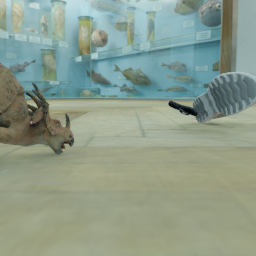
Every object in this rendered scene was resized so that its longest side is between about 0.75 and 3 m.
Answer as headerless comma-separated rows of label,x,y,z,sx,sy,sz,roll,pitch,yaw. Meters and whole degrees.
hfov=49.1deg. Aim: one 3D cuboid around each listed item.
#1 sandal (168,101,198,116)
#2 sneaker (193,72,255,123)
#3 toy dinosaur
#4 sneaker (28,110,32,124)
sandal,1.603,-0.521,8.236,0.980,0.210,0.373,23,-16,33
sneaker,2.942,-0.937,8.006,1.228,1.119,2.995,-15,-3,-12
toy dinosaur,-1.730,-0.355,3.982,0.956,2.228,1.510,24,54,30
sneaker,-3.035,-0.556,6.703,0.910,1.099,2.303,0,0,10
